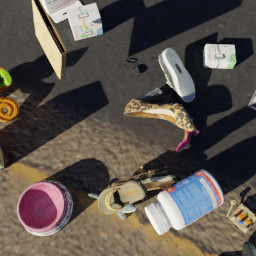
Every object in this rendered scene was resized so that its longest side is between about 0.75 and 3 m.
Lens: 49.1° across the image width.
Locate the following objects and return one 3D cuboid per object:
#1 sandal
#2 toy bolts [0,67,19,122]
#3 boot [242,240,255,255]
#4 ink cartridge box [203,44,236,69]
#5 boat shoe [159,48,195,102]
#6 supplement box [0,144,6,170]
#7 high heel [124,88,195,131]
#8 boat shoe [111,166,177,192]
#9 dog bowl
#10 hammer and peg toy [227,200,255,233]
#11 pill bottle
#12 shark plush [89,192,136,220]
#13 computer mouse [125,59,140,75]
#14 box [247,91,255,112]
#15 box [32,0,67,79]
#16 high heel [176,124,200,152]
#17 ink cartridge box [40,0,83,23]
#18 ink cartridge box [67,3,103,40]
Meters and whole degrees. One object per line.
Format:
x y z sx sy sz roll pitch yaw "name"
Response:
-0.261 1.985 7.749 0.755 1.879 0.507 52 38 -6 "sandal"
-5.471 -1.158 10.849 2.219 1.539 2.119 -23 111 -19 "toy bolts"
3.251 4.475 8.870 1.774 0.582 1.462 -10 68 1 "boot"
3.806 -2.989 11.696 1.200 0.504 0.876 2 69 1 "ink cartridge box"
1.884 -2.023 11.181 0.834 0.771 2.258 -35 98 -24 "boat shoe"
-5.459 0.964 9.509 1.773 1.771 1.190 -20 71 -7 "supplement box"
1.111 -0.353 10.419 1.788 0.896 2.508 -31 56 -18 "high heel"
0.512 1.791 9.800 2.285 0.844 0.845 -6 56 -9 "boat shoe"
-2.846 2.649 9.455 1.888 0.696 1.888 0 70 -1 "dog bowl"
3.795 2.965 9.525 0.985 0.347 0.724 42 76 14 "hammer and peg toy"
1.805 2.461 9.185 2.360 1.324 1.324 -27 71 -11 "pill bottle"
-0.493 2.432 9.539 1.645 0.685 0.747 29 72 10 "shark plush"
0.205 -2.567 11.754 0.274 0.159 0.936 -36 67 1 "computer mouse"
5.769 -1.238 11.090 1.415 0.391 1.766 30 72 11 "box"
-2.566 -2.824 9.181 0.250 2.349 1.920 -28 90 -16 "box"
2.089 0.301 10.445 0.636 0.447 1.327 45 70 5 "high heel"
-3.365 -6.316 12.722 1.636 0.957 2.820 -32 73 -12 "ink cartridge box"
-1.844 -4.560 12.060 1.285 0.942 0.938 -16 70 -5 "ink cartridge box"
